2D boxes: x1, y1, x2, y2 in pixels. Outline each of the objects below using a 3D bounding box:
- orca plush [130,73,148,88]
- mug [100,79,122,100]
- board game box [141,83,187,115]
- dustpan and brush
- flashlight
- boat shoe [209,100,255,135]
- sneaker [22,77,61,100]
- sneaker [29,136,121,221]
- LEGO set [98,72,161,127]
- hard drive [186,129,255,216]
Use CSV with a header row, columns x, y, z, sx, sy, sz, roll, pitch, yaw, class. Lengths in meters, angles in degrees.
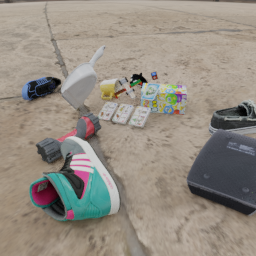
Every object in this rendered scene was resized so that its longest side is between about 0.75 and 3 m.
x,y,z,sx,sy,sz,roll,pitch,yaw,class
0.541,-2.367,13.589,0.891,0.602,1.693,-4,31,-6,orca plush
-0.837,-1.776,12.477,0.824,0.804,1.004,5,24,24,mug
1.435,-1.197,11.322,1.768,0.910,0.927,4,31,7,board game box
-1.589,-2.105,10.861,0.750,1.829,2.621,43,85,15,dustpan and brush
-1.887,0.239,9.060,0.767,0.770,2.266,12,31,41,flashlight
4.237,-0.475,10.003,2.954,1.009,1.091,-8,32,-14,boat shoe
-3.824,-1.838,12.550,0.842,0.758,2.162,2,29,18,sneaker
-1.619,1.242,7.033,1.761,1.220,2.917,-8,31,-31,sneaker
0.238,-1.160,11.067,1.998,0.657,2.675,10,60,29,LEGO set
2.947,1.091,7.753,1.975,0.620,2.928,17,35,26,hard drive
